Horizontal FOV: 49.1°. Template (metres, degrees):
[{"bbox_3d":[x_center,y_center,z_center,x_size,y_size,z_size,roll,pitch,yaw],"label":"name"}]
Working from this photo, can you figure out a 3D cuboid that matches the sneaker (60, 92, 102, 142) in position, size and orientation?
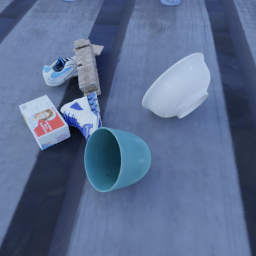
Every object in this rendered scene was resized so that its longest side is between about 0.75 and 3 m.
[{"bbox_3d":[-1.434,-0.219,8.584,1.199,0.839,2.076,-12,45,-1],"label":"sneaker"}]

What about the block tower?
[{"bbox_3d":[-1.470,-2.186,10.039,0.594,0.636,2.200,-15,65,7],"label":"block tower"}]

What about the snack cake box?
[{"bbox_3d":[-2.583,-0.217,8.655,0.946,0.553,1.644,-26,53,-21],"label":"snack cake box"}]

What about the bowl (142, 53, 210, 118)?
[{"bbox_3d":[1.672,-1.051,8.562,2.374,2.374,1.067,-31,75,-26],"label":"bowl"}]

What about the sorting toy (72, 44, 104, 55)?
[{"bbox_3d":[-1.598,-3.173,11.358,1.060,0.209,1.145,9,31,2],"label":"sorting toy"}]

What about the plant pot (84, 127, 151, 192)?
[{"bbox_3d":[-0.169,0.770,7.115,1.239,1.544,1.544,2,37,-40],"label":"plant pot"}]

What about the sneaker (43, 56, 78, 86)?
[{"bbox_3d":[-2.180,-2.343,10.479,0.844,0.851,2.348,25,44,22],"label":"sneaker"}]
